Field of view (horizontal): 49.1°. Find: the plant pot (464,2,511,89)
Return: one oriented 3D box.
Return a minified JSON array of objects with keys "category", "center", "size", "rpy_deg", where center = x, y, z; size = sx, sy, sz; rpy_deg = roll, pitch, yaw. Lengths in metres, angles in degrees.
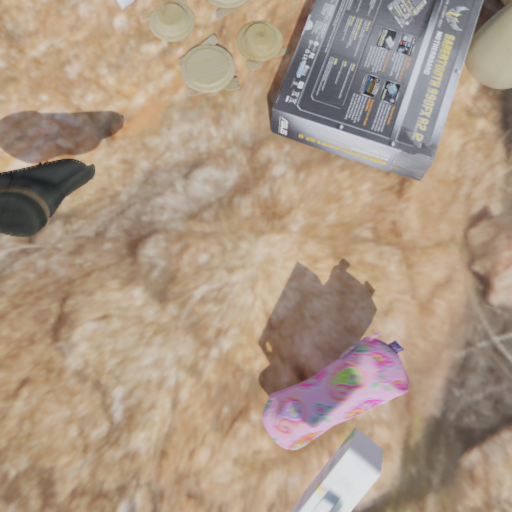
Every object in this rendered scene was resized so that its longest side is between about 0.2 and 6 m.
[{"category":"plant pot","center":[4.249,-3.623,9.254],"size":[1.197,1.278,1.197],"rpy_deg":[0,76,1]}]

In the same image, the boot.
[{"category":"boot","center":[-3.132,-0.866,7.116],"size":[1.895,0.734,1.310],"rpy_deg":[14,39,15]}]

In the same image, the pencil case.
[{"category":"pencil case","center":[1.050,1.855,7.567],"size":[2.061,0.901,0.901],"rpy_deg":[-39,76,27]}]

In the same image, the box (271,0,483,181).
[{"category":"box","center":[2.035,-3.251,9.384],"size":[2.671,0.815,3.373],"rpy_deg":[19,76,5]}]

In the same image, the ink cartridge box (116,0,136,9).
[{"category":"ink cartridge box","center":[-1.331,-4.148,7.908],"size":[1.568,0.347,0.737],"rpy_deg":[-28,37,11]}]

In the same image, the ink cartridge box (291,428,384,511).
[{"category":"ink cartridge box","center":[0.797,2.477,5.848],"size":[0.412,0.717,1.224],"rpy_deg":[37,101,12]}]

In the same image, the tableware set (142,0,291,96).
[{"category":"tableware set","center":[-0.685,-4.001,9.872],"size":[2.077,0.288,2.486],"rpy_deg":[-28,77,-8]}]
